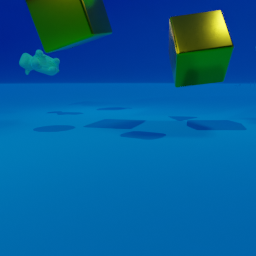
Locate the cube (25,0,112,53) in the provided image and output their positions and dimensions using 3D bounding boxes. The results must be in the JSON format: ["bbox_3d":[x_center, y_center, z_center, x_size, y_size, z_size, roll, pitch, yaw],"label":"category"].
[{"bbox_3d":[-1.344,-2.669,6.644,1.316,1.316,1.316,-12,17,21],"label":"cube"}]

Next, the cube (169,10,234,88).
[{"bbox_3d":[1.695,-1.899,6.836,1.237,1.237,1.237,-7,-30,4],"label":"cube"}]

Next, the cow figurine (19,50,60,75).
[{"bbox_3d":[-3.051,-2.185,9.706,1.333,0.732,1.312,21,-14,-18],"label":"cow figurine"}]
